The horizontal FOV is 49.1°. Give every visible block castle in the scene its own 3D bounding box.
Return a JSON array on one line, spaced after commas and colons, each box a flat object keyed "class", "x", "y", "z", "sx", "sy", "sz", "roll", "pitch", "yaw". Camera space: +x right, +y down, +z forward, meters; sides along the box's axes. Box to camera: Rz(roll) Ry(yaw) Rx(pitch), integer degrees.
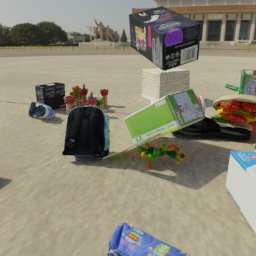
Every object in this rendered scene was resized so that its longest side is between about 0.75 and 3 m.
[{"class": "block castle", "x": -1.949, "y": -1.432, "z": 13.418, "sx": 1.584, "sy": 1.112, "sz": 2.370, "roll": 3, "pitch": 19, "yaw": 11}]

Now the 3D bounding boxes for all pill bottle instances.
[{"class": "pill bottle", "x": 1.925, "y": -0.674, "z": 11.052, "sx": 1.976, "sy": 1.181, "sz": 1.181, "roll": -1, "pitch": 19, "yaw": -1}]

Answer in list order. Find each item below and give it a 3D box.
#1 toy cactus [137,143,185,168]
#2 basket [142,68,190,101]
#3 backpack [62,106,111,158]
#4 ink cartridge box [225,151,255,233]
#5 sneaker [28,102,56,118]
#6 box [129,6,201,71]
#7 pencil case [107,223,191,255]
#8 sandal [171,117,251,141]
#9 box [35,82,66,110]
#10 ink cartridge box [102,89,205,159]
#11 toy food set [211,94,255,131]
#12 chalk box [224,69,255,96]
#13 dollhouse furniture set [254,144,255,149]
[{"class": "toy cactus", "x": 0.981, "y": 0.748, "z": 7.892, "sx": 1.375, "sy": 0.703, "sz": 1.134, "roll": -4, "pitch": -5, "yaw": 21}, {"class": "basket", "x": 2.058, "y": -2.408, "z": 15.476, "sx": 2.081, "sy": 1.689, "sz": 2.100, "roll": -10, "pitch": 19, "yaw": -23}, {"class": "backpack", "x": -1.162, "y": 0.105, "z": 8.291, "sx": 1.328, "sy": 1.451, "sz": 1.066, "roll": 1, "pitch": -2, "yaw": 11}, {"class": "ink cartridge box", "x": 3.486, "y": 1.231, "z": 5.625, "sx": 2.415, "sy": 1.018, "sz": 1.763, "roll": -1, "pitch": 19, "yaw": -2}, {"class": "sneaker", "x": -3.813, "y": -0.717, "z": 12.281, "sx": 0.689, "sy": 0.677, "sz": 1.788, "roll": 14, "pitch": 5, "yaw": -43}, {"class": "box", "x": 0.972, "y": -2.573, "z": 7.876, "sx": 1.198, "sy": 1.039, "sz": 1.959, "roll": -20, "pitch": 41, "yaw": -16}, {"class": "pencil case", "x": 0.338, "y": 1.946, "z": 4.196, "sx": 1.454, "sy": 0.567, "sz": 0.631, "roll": 13, "pitch": 17, "yaw": 34}, {"class": "sandal", "x": 2.862, "y": -0.065, "z": 10.004, "sx": 2.870, "sy": 0.687, "sz": 1.079, "roll": 3, "pitch": 19, "yaw": 10}, {"class": "box", "x": -3.737, "y": -1.530, "z": 13.602, "sx": 0.674, "sy": 1.179, "sz": 1.295, "roll": 14, "pitch": 23, "yaw": 36}, {"class": "ink cartridge box", "x": 0.636, "y": -0.146, "z": 8.379, "sx": 2.762, "sy": 1.046, "sz": 2.041, "roll": -18, "pitch": -5, "yaw": -42}, {"class": "toy food set", "x": 4.167, "y": -0.420, "z": 9.473, "sx": 2.637, "sy": 0.642, "sz": 2.610, "roll": 16, "pitch": -7, "yaw": 5}, {"class": "chalk box", "x": 6.128, "y": -1.756, "z": 13.343, "sx": 2.917, "sy": 1.808, "sz": 1.821, "roll": 6, "pitch": 21, "yaw": 21}, {"class": "dollhouse furniture set", "x": 3.938, "y": 0.015, "z": 7.189, "sx": 1.597, "sy": 1.864, "sz": 1.960, "roll": 37, "pitch": 21, "yaw": -13}]
